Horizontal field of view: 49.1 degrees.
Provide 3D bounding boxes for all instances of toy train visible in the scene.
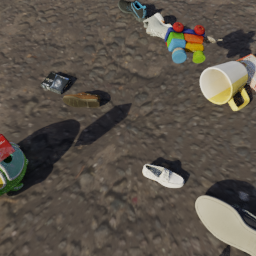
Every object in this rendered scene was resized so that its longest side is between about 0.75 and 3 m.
[{"bbox_3d":[2.483,-2.841,9.884,2.252,0.953,1.303,3,60,-12],"label":"toy train"}]

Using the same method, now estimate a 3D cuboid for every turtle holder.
[{"bbox_3d":[-4.399,1.342,9.095,1.684,1.574,2.217,27,60,16],"label":"turtle holder"}]

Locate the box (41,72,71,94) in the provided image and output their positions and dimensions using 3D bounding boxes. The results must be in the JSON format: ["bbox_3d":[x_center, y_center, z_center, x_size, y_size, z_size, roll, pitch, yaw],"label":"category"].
[{"bbox_3d":[-3.109,-1.936,12.100,1.005,0.219,0.806,22,59,14],"label":"box"}]

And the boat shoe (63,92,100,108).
[{"bbox_3d":[-1.880,-1.173,11.454,1.502,0.540,0.511,8,51,-5],"label":"boat shoe"}]

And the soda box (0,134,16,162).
[{"bbox_3d":[-3.929,0.889,7.549,1.672,0.585,0.530,-40,21,-20],"label":"soda box"}]

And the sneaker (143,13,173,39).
[{"bbox_3d":[1.503,-4.697,13.680,1.039,0.856,2.260,-24,52,-7],"label":"sneaker"}]

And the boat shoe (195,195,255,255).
[{"bbox_3d":[3.479,3.038,8.579,2.999,1.090,0.941,31,19,25],"label":"boat shoe"}]

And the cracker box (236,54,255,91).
[{"bbox_3d":[5.518,-2.452,12.296,1.077,0.464,1.608,-25,59,-16],"label":"cracker box"}]

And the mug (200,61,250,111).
[{"bbox_3d":[4.090,-1.817,11.530,1.580,1.924,1.541,-30,28,-28],"label":"mug"}]

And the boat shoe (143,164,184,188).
[{"bbox_3d":[1.207,1.613,9.550,1.481,0.513,0.524,16,58,10],"label":"boat shoe"}]

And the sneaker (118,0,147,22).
[{"bbox_3d":[0.276,-6.379,14.710,1.997,0.818,0.731,38,64,23],"label":"sneaker"}]
